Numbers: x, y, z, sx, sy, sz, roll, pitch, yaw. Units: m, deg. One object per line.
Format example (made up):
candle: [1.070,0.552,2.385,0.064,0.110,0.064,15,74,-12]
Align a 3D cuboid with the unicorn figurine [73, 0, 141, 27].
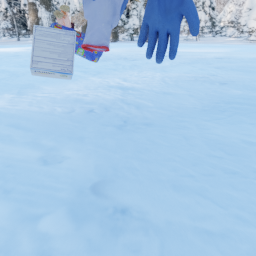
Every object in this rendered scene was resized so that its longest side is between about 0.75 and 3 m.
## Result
unicorn figurine: [-0.704,-4.417,9.499,2.913,1.076,2.001,-25,21,-8]

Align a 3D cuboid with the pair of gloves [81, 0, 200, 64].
pair of gloves: [0.188,-2.275,5.281,2.439,1.961,0.278,13,6,16]

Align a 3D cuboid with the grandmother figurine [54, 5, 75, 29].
grandmother figurine: [-2.390,-3.853,10.869,1.085,1.788,0.542,-42,75,-11]

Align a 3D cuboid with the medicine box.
medicine box: [-2.089,-2.088,7.853,1.144,1.256,0.647,5,-7,-15]

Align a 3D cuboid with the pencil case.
pencil case: [-1.714,-2.743,9.120,1.870,0.812,0.730,18,47,-14]
